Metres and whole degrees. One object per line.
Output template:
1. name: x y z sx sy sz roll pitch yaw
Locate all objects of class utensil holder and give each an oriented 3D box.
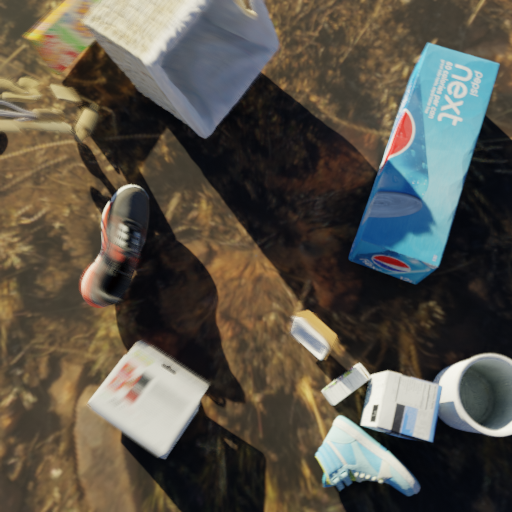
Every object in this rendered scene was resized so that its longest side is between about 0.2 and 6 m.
1. utensil holder: 3.934 2.501 9.984 1.329 1.563 1.329 0 74 -1

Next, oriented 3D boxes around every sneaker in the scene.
1. sneaker: 1.885 3.914 10.041 1.848 0.735 1.206 37 75 19
2. sneaker: -2.517 -0.159 10.853 0.973 1.034 2.525 21 80 -35

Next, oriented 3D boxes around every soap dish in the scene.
1. soap dish: 1.089 1.477 10.511 0.357 0.691 0.879 -37 65 -27

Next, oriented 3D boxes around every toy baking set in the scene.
1. toy baking set: -4.305 -2.869 11.309 2.074 0.314 2.702 13 35 -18

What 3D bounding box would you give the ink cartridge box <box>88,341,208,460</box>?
1. ink cartridge box: -1.938 2.633 10.333 1.655 0.694 1.453 32 64 8

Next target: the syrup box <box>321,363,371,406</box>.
1. syrup box: 1.707 2.439 10.629 0.888 0.350 0.362 -35 77 -9

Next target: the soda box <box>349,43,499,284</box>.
1. soda box: 3.346 -1.851 11.261 1.532 1.449 4.515 20 75 5

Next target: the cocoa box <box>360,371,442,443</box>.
1. cocoa box: 2.548 2.687 9.960 0.983 1.499 0.999 14 75 4

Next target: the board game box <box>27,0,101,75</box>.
1. board game box: -3.985 -5.076 12.344 0.313 0.996 2.086 26 72 28

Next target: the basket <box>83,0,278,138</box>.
1. basket: -1.361 -4.377 11.056 2.177 2.683 2.707 37 87 23
